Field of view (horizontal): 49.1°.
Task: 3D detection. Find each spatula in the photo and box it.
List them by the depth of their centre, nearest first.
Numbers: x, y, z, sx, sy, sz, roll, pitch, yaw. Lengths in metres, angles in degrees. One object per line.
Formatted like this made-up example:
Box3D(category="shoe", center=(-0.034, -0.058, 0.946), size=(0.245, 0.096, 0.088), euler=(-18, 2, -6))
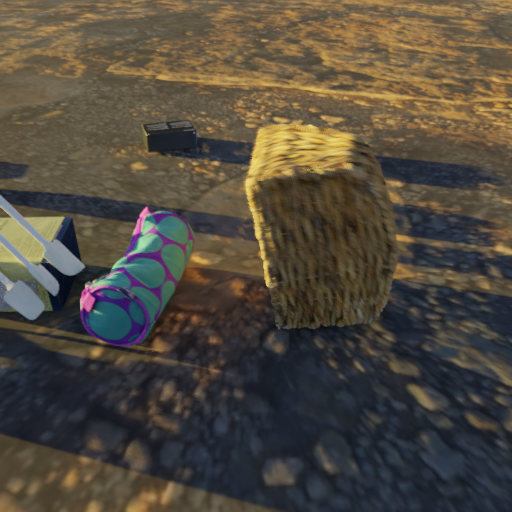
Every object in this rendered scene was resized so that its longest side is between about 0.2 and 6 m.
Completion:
Box3D(category="spatula", center=(-3.337, 0.004, 7.787), size=(1.582, 1.100, 0.127), euler=(43, 2, -3))

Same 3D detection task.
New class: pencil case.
Box3D(category="pencil case", center=(-1.689, 0.229, 8.318), size=(1.079, 0.993, 2.334), euler=(41, 30, -13))

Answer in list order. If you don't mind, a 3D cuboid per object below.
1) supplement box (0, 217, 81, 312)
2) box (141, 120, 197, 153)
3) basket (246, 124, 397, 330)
Box3D(category="supplement box", center=(-3.583, 0.110, 8.630), size=(1.349, 0.907, 1.351), euler=(-1, 33, -2))
Box3D(category="box", center=(-2.144, -2.961, 13.823), size=(1.217, 0.480, 0.859), euler=(-9, 31, -15))
Box3D(category="basket", center=(0.995, -0.507, 7.917), size=(1.817, 2.545, 1.896), euler=(-7, 32, 10))
